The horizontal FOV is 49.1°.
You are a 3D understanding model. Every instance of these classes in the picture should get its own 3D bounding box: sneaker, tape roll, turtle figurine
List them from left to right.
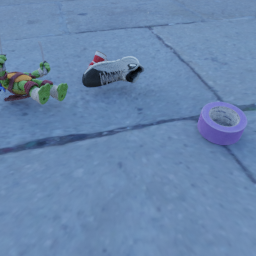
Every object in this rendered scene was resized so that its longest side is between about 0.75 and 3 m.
[{"bbox_3d":[-3.114,-1.870,8.810,2.431,1.804,2.507,28,80,20],"label":"turtle figurine"},{"bbox_3d":[-1.172,-2.362,10.809,0.567,0.895,1.591,25,1,0],"label":"sneaker"},{"bbox_3d":[-0.438,-1.800,9.431,2.155,0.808,1.244,-24,35,-12],"label":"sneaker"},{"bbox_3d":[2.678,-0.150,8.014,1.271,0.540,1.271,2,46,-2],"label":"tape roll"}]
